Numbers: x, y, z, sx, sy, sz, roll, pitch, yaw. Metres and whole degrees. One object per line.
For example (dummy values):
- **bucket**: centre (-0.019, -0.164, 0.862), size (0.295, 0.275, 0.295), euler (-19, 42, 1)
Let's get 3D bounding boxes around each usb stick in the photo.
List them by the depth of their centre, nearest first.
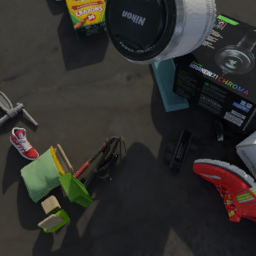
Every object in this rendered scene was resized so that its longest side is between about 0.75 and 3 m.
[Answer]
- **usb stick**: centre (1.599, 0.693, 8.448), size (0.388, 0.228, 1.400), euler (22, 70, 2)

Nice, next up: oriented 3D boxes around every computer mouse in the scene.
- **computer mouse**: centre (3.589, -0.194, 8.642), size (1.926, 0.508, 1.334), euler (4, 68, 2)

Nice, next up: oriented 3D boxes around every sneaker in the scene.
- **sneaker**: centre (2.942, 1.873, 7.546), size (2.885, 1.111, 1.225), euler (34, 77, 12)
- **sneaker**: centre (-3.063, 0.447, 8.283), size (1.104, 0.621, 0.393), euler (39, 46, 10)

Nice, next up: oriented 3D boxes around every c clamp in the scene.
- **c clamp**: centre (-4.383, -0.214, 8.753), size (2.390, 0.324, 2.042), euler (-35, 73, -13)

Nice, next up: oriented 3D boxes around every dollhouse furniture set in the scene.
- **dollhouse furniture set**: centre (-2.140, 1.420, 7.441), size (1.420, 1.088, 2.168), euler (-34, 62, -5)

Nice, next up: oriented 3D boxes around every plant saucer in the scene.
- **plant saucer**: centre (1.361, -1.657, 9.390), size (0.802, 0.218, 2.294), euler (-12, 70, -5)

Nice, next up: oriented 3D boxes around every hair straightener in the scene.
- **hair straightener**: centre (-0.809, 1.179, 8.229), size (0.902, 0.480, 2.345), euler (43, 67, -5)

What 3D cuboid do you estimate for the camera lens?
- **camera lens**: centre (0.855, -2.766, 6.986), size (2.074, 2.074, 2.592), euler (44, 38, 15)

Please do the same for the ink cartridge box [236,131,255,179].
- **ink cartridge box**: centre (4.715, 0.551, 7.821), size (2.628, 1.100, 1.896), euler (-34, 87, -12)

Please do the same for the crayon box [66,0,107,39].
- **crayon box**: centre (-1.509, -4.382, 10.246), size (1.348, 0.540, 2.124), euler (-17, 66, -7)

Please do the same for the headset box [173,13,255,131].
- **headset box**: centre (3.239, -1.863, 8.591), size (2.534, 1.350, 2.910), euler (33, 66, 20)
